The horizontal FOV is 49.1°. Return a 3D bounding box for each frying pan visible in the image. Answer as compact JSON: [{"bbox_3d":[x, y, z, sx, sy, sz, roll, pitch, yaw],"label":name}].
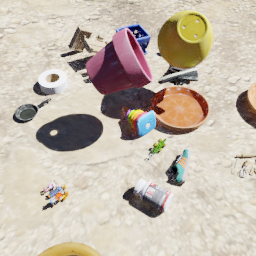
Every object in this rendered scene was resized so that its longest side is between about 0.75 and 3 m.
[{"bbox_3d":[-4.232,-0.885,12.335,0.981,0.264,1.622,23,52,17],"label":"frying pan"}]

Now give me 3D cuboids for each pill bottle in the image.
[{"bbox_3d":[0.845,2.245,9.430,1.222,0.708,0.708,26,55,20],"label":"pill bottle"}]

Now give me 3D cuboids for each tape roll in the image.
[{"bbox_3d":[-3.529,-2.204,13.291,1.347,0.471,1.347,0,49,0],"label":"tape roll"}]

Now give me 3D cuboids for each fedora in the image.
[{"bbox_3d":[-1.669,4.368,7.465,2.483,1.013,2.483,4,44,-4],"label":"fedora"}]

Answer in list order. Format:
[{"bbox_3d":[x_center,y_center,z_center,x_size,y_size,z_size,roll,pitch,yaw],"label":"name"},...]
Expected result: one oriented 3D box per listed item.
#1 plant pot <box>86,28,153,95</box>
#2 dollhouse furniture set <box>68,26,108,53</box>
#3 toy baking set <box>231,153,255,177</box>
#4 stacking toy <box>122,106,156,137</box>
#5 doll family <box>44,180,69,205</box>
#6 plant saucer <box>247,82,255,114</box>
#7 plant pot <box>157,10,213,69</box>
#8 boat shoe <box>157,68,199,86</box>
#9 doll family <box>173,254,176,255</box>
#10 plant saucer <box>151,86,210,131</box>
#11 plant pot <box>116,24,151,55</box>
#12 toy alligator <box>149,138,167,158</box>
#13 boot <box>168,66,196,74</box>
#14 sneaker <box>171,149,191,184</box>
[{"bbox_3d":[-0.361,-2.123,9.762,1.824,2.038,2.038,-24,48,18],"label":"plant pot"},{"bbox_3d":[-1.678,-3.684,14.271,1.473,1.258,2.842,-3,52,-43],"label":"dollhouse furniture set"},{"bbox_3d":[4.511,1.386,10.500,1.373,0.160,1.054,1,50,1],"label":"toy baking set"},{"bbox_3d":[0.277,-0.479,11.704,0.934,0.988,1.702,-31,46,-25],"label":"stacking toy"},{"bbox_3d":[-2.422,2.233,9.684,0.670,0.486,1.080,-33,40,-16],"label":"doll family"},{"bbox_3d":[6.696,-1.058,12.290,2.941,0.550,2.941,0,51,-1],"label":"plant saucer"},{"bbox_3d":[2.283,-3.540,10.667,2.219,1.575,2.219,0,90,1],"label":"plant pot"},{"bbox_3d":[1.989,-1.916,10.980,1.734,0.586,0.623,-15,12,-16],"label":"boat shoe"},{"bbox_3d":[1.257,4.494,7.622,1.225,0.889,1.974,0,68,-9],"label":"doll family"},{"bbox_3d":[2.248,-0.852,12.214,2.535,0.409,2.535,0,51,-1],"label":"plant saucer"},{"bbox_3d":[0.257,-4.460,14.655,1.400,1.259,1.400,-19,53,-15],"label":"plant pot"},{"bbox_3d":[1.124,0.785,10.928,1.128,0.271,0.374,-42,93,-29],"label":"toy alligator"},{"bbox_3d":[2.534,-3.406,14.066,2.376,0.822,2.068,25,54,17],"label":"boot"},{"bbox_3d":[1.937,1.334,10.314,0.574,0.513,1.437,15,53,6],"label":"sneaker"}]
